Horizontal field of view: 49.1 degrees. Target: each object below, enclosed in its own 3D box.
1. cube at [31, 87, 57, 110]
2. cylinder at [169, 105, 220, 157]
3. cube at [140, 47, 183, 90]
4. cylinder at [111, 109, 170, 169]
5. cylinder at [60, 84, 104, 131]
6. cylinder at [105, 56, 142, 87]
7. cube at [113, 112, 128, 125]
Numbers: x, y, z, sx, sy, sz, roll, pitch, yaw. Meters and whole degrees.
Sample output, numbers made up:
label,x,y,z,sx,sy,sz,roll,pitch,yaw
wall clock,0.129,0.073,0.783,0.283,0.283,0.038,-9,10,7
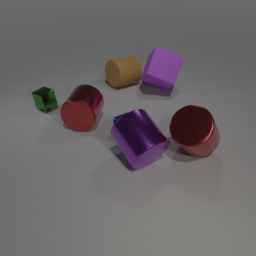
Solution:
label,x,y,z,sx,sy,sz,roll,pitch,yaw
cube,-3.625,-1.299,12.175,0.700,0.700,0.700,20,42,34
cylinder,2.216,0.132,9.211,1.400,1.400,1.400,-9,68,23
cube,1.588,-2.818,13.449,1.400,1.400,1.400,20,-5,-9
cylinder,0.375,0.349,8.971,1.400,1.400,1.400,-21,62,-30
cylinder,-1.791,-0.810,11.130,1.400,1.400,1.400,5,35,8
cylinder,-0.248,-2.914,14.462,1.400,1.400,1.400,-18,36,-34
cube,-0.077,-0.074,10.689,0.700,0.700,0.700,-24,39,-33
